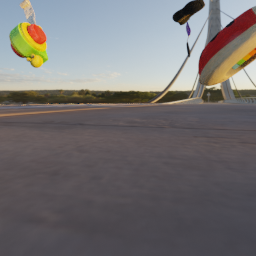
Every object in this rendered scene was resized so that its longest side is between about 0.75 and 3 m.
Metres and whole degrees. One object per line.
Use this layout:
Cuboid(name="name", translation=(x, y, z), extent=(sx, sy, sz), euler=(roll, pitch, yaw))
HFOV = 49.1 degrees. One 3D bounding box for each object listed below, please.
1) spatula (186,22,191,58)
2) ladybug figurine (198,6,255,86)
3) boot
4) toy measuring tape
Cuboid(name="spatula", translation=(2.452, -3.549, 11.373), extent=(0.170, 1.656, 0.468), euler=(3, -23, 3))
Cuboid(name="ladybug figurine", translation=(2.839, -2.141, 7.271), extent=(2.696, 0.970, 1.830), euler=(-40, -16, 28))
Cuboid(name="boot", translation=(2.401, -4.437, 10.805), extent=(1.258, 0.487, 0.870), euler=(-18, -4, 26))
Cuboid(name="toy measuring tape", translation=(-2.953, -2.868, 7.979), extent=(1.013, 2.753, 1.013), euler=(-18, -23, -8))
